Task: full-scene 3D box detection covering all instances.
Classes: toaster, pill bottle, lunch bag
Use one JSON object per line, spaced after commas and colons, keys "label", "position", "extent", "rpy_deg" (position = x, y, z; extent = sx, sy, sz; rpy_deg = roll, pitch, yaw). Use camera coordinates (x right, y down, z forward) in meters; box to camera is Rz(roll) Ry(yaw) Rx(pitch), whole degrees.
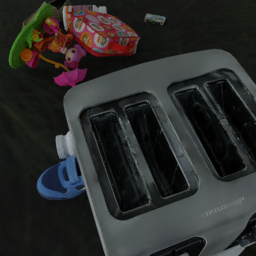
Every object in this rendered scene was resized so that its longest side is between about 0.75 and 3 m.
{"label": "toaster", "position": [0.603, 0.404, 3.734], "extent": [2.428, 1.594, 2.686], "rpy_deg": [-16, 60, -11]}
{"label": "pill bottle", "position": [-1.617, -4.225, 10.764], "extent": [1.596, 0.911, 0.911], "rpy_deg": [-3, 56, -1]}
{"label": "lunch bag", "position": [-0.679, -3.136, 9.530], "extent": [2.003, 0.932, 2.274], "rpy_deg": [42, 36, 23]}
{"label": "pill bottle", "position": [-1.229, 0.397, 7.688], "extent": [1.355, 0.785, 0.785], "rpy_deg": [-11, 56, -7]}

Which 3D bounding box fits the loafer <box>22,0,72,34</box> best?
{"label": "loafer", "position": [-3.189, -4.458, 10.981], "extent": [0.909, 0.807, 2.392], "rpy_deg": [34, 62, 21]}

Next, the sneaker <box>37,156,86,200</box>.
{"label": "sneaker", "position": [-0.990, 0.996, 7.083], "extent": [2.731, 1.123, 1.010], "rpy_deg": [-16, 59, -9]}

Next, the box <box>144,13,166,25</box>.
{"label": "box", "position": [1.098, -4.412, 11.359], "extent": [0.790, 0.137, 0.435], "rpy_deg": [15, 57, 10]}

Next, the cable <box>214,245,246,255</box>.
{"label": "cable", "position": [1.512, 1.729, 6.597], "extent": [2.896, 1.002, 2.895], "rpy_deg": [-3, 59, -5]}

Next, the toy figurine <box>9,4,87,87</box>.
{"label": "toy figurine", "position": [-2.209, -2.363, 8.994], "extent": [2.132, 1.739, 2.317], "rpy_deg": [32, 96, -5]}
